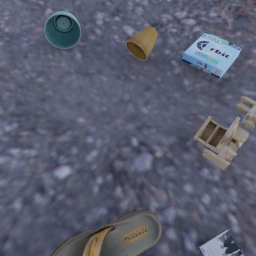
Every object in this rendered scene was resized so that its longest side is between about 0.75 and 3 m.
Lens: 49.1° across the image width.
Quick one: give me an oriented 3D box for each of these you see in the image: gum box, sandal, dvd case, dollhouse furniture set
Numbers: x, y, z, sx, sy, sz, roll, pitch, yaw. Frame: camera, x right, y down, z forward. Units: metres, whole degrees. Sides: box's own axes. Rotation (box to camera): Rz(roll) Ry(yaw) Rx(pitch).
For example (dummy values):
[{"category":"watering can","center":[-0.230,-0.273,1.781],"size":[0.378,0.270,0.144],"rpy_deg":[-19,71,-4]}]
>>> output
[{"category":"gum box","center":[2.453,-2.155,8.160],"size":[1.217,0.319,1.433],"rpy_deg":[32,54,19]},{"category":"sandal","center":[-0.411,2.483,5.389],"size":[2.680,0.731,1.095],"rpy_deg":[-20,93,-20]},{"category":"dvd case","center":[1.960,2.572,5.866],"size":[0.801,0.099,0.602],"rpy_deg":[-26,75,-12]},{"category":"dollhouse furniture set","center":[2.161,0.094,6.452],"size":[1.023,1.572,1.444],"rpy_deg":[34,84,18]}]

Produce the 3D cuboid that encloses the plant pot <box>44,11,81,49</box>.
[{"category":"plant pot","center":[-1.990,-3.113,8.617],"size":[1.079,1.079,0.723],"rpy_deg":[-7,45,-4]}]

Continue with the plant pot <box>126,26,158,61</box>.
[{"category":"plant pot","center":[0.503,-2.624,8.454],"size":[0.790,0.790,0.847],"rpy_deg":[35,79,18]}]
